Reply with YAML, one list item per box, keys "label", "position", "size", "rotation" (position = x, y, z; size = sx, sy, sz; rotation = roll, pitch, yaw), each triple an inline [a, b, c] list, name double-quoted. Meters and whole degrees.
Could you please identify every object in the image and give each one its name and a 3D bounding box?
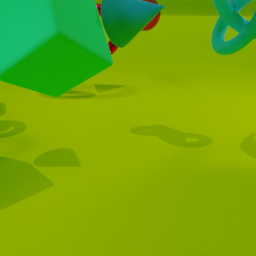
- label: "cone"
  position: [0.193, -1.992, 4.903]
  size: [0.963, 0.960, 0.960]
  rotation: [-4, 19, 31]
- label: "knot shape"
  position: [2.570, -2.473, 6.242]
  size: [1.982, 1.855, 0.916]
  rotation: [47, 30, 19]
- label: "cone"
  position: [0.499, -4.251, 10.246]
  size: [1.269, 1.269, 1.274]
  rotation: [5, 16, 11]
- label: "cube"
  position: [-1.224, -1.421, 4.315]
  size: [1.293, 1.293, 1.293]
  rotation: [-24, -18, 25]
- label: "ring"
  position: [-1.176, -3.356, 9.792]
  size: [1.988, 1.988, 0.398]
  rotation: [-3, 1, -7]
